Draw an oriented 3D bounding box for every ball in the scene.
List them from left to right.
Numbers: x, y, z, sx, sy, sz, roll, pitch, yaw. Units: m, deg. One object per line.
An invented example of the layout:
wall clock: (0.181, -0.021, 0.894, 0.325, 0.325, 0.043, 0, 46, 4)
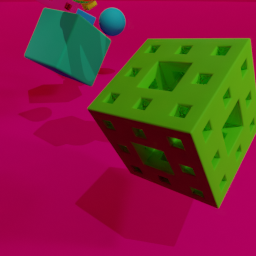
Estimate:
ball: (-0.575, -3.847, 10.186, 0.974, 0.974, 0.974, 0, 26, 0)

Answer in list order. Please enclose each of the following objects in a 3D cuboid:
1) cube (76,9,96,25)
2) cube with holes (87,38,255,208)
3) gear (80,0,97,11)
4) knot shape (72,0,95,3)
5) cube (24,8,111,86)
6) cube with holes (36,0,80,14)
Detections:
cube: (-1.498, -3.247, 8.747, 0.715, 0.715, 0.715, 22, 12, -19)
cube with holes: (0.568, -0.117, 3.035, 1.177, 1.177, 1.177, 15, 57, 40)
gear: (-1.566, -4.461, 8.514, 0.318, 1.721, 1.721, -36, 35, -7)
knot shape: (-0.116, -2.372, 3.663, 1.539, 1.644, 0.760, 23, 26, 6)
cube: (-1.087, -1.460, 5.133, 0.961, 0.961, 0.961, 24, 2, 32)
cube with holes: (-1.712, -3.537, 6.554, 1.286, 1.286, 1.286, 20, 19, -30)
